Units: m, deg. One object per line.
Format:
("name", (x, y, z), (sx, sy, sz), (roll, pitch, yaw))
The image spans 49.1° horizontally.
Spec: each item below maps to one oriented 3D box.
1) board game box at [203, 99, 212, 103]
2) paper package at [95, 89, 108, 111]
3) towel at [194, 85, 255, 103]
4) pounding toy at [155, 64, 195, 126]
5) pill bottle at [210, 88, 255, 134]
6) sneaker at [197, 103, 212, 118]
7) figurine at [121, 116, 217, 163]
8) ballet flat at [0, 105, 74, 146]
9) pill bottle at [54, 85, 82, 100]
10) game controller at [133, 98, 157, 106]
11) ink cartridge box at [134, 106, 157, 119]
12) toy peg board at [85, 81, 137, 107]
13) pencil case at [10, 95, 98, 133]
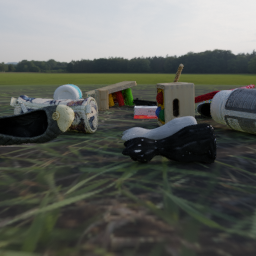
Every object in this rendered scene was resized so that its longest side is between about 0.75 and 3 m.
("board game box", (4.157, -1.182, 12.764), (1.256, 0.647, 0.659), (8, 13, 35))
("paper package", (-1.201, -1.277, 12.591), (0.470, 0.908, 0.866), (-4, 10, -19))
("towel", (3.147, -1.173, 9.650), (2.136, 0.240, 1.545), (-16, 3, -38))
("pounding toy", (1.253, -0.996, 8.524), (0.945, 1.815, 2.066), (-4, 11, -4))
("pill bottle", (3.317, -0.461, 7.515), (1.195, 1.195, 2.100), (-6, 13, -27))
("sneaker", (3.427, -0.666, 10.214), (1.841, 0.651, 0.913), (-3, 11, 18))
("figurine", (0.659, 0.227, 5.477), (1.608, 0.710, 1.648), (-5, 10, -3))
("ballet flat", (-1.953, -0.024, 5.326), (2.036, 0.677, 0.578), (-13, -18, 17))
("pill bottle", (-2.774, -1.492, 13.214), (1.105, 1.105, 1.995), (0, 10, -2))
("game controller", (1.239, -1.135, 13.024), (1.151, 0.465, 2.206), (-9, 15, -38))
("ink cartridge box", (0.993, -0.604, 10.551), (1.542, 0.345, 1.358), (0, 10, 3))
("toy peg board", (-0.825, -1.548, 14.323), (2.303, 1.131, 2.313), (-18, 13, -11))
("pencil case", (-1.966, -0.405, 7.729), (2.441, 0.950, 1.092), (3, -10, 17))
